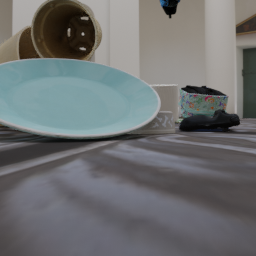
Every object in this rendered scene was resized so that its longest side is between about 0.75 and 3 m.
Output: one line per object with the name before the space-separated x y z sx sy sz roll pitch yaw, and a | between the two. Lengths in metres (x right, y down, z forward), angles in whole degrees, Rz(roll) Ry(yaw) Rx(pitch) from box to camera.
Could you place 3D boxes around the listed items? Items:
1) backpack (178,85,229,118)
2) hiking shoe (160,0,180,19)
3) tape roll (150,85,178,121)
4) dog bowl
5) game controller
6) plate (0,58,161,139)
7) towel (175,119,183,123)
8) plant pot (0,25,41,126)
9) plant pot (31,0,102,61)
backpack | 3.605 -1.161 13.472 2.119 1.797 2.388 2 8 -9
hiking shoe | 1.167 -3.673 7.301 0.748 0.871 2.010 -16 -2 8
tape roll | 1.075 -1.100 12.354 2.287 1.570 2.287 -2 10 0
dog bowl | 0.251 -0.117 5.508 1.413 0.414 1.413 -1 2 0
game controller | 1.901 -0.128 6.689 1.238 0.500 2.372 -14 -2 15
plate | -0.948 -0.531 4.690 2.991 0.382 2.991 8 29 -5
towel | 2.088 -0.381 13.749 1.441 0.221 1.889 5 4 38
plant pot | -3.500 -1.189 8.626 2.999 2.809 2.809 -17 -4 20
plant pot | -1.297 -2.283 6.852 1.562 1.562 1.430 0 18 11
